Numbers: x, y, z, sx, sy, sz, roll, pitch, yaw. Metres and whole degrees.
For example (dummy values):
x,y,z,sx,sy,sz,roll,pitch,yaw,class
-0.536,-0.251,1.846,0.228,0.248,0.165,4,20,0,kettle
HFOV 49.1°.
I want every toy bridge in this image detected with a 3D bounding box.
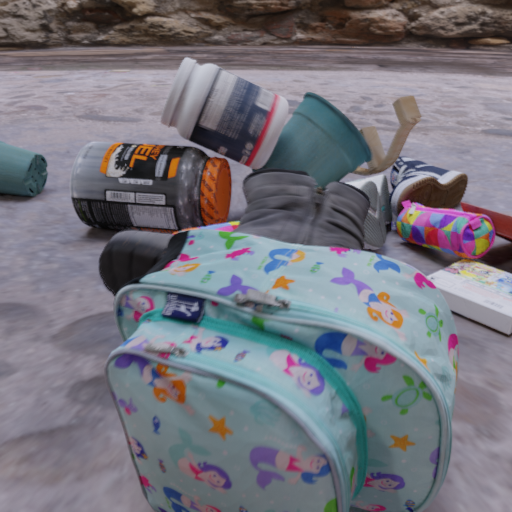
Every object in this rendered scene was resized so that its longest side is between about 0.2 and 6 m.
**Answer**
x,y,z,sx,sy,sz,roll,pitch,yaw,class
2.183,-1.989,10.533,0.356,0.879,2.614,-15,-7,-25,toy bridge

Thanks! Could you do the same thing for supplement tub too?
x,y,z,sx,sy,sz,roll,pitch,yaw,class
-1.673,-1.107,9.241,2.376,1.456,1.456,5,25,10,supplement tub
-0.499,-2.277,9.001,1.789,1.256,1.256,23,23,-9,supplement tub

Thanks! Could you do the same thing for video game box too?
x,y,z,sx,sy,sz,roll,pitch,yaw,class
2.940,0.475,7.208,1.155,0.297,1.267,-20,32,-37,video game box

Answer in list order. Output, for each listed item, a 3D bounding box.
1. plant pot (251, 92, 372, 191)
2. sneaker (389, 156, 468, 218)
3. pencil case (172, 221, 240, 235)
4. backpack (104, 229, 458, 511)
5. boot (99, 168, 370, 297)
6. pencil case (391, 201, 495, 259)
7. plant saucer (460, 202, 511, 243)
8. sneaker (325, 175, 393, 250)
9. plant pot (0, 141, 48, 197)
x,y,z,sx,sy,sz,roll,pitch,yaw,class
0.897,-1.713,9.961,1.636,1.671,1.671,-46,34,-1,plant pot
2.733,-1.242,10.189,1.336,0.863,2.463,26,28,36,sneaker
0.022,-0.018,7.480,2.357,1.042,1.042,-11,27,-20,pencil case
0.218,0.959,4.031,2.350,2.086,1.769,4,33,16,backpack
-0.108,-0.195,6.466,3.132,1.093,2.062,13,49,-17,boot
2.760,-0.408,8.374,0.704,0.704,1.592,-11,16,-23,pencil case
3.972,-0.256,8.066,1.616,0.297,1.613,16,10,-28,plant saucer
1.478,-0.667,8.924,1.173,1.030,2.928,-7,8,19,sneaker
-4.832,-1.695,11.044,1.133,1.157,1.157,11,26,6,plant pot
